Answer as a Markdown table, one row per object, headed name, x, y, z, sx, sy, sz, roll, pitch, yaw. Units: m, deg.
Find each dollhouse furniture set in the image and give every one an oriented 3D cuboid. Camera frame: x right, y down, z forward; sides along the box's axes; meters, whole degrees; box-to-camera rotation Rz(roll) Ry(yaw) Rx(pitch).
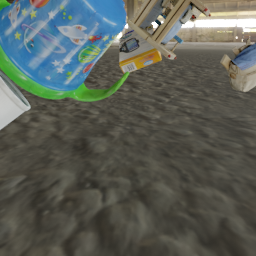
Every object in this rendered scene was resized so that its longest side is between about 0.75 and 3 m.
| name | x | y | z | sx | sy | sz | roll | pitch | yaw |
| --- | --- | --- | --- | --- | --- | --- | --- | --- | --- |
| dollhouse furniture set | 0.992 | -2.168 | 5.812 | 1.109 | 1.115 | 1.583 | 44 | 23 | 12 |

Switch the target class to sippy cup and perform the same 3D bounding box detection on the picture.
| name | x | y | z | sx | sy | sz | roll | pitch | yaw |
| --- | --- | --- | --- | --- | --- | --- | --- | --- | --- |
| sippy cup | -1.105 | -1.805 | 4.966 | 1.893 | 2.028 | 2.583 | -31 | -35 | 33 |

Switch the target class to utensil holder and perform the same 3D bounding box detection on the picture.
| name | x | y | z | sx | sy | sz | roll | pitch | yaw |
| --- | --- | --- | --- | --- | --- | --- | --- | --- | --- |
| utensil holder | -2.305 | -0.367 | 4.674 | 0.987 | 0.838 | 0.838 | -37 | 27 | -5 |

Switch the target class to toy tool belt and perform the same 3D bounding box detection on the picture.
| name | x | y | z | sx | sy | sz | roll | pitch | yaw |
| --- | --- | --- | --- | --- | --- | --- | --- | --- | --- |
| toy tool belt | 2.436 | -1.368 | 5.386 | 1.331 | 0.818 | 0.831 | -38 | 21 | -4 |

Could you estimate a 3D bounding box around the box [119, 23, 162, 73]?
| name | x | y | z | sx | sy | sz | roll | pitch | yaw |
| --- | --- | --- | --- | --- | --- | --- | --- | --- | --- |
| box | 0.308 | -2.330 | 7.980 | 1.098 | 0.382 | 1.844 | -18 | 40 | 16 |
